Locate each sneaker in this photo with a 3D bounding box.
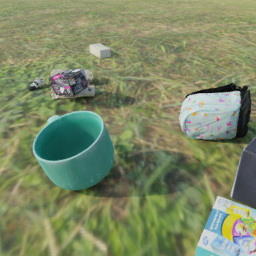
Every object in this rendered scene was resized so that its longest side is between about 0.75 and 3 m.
[{"bbox_3d":[-3.898,-1.894,11.828,0.345,0.412,0.932,19,37,26],"label":"sneaker"}]

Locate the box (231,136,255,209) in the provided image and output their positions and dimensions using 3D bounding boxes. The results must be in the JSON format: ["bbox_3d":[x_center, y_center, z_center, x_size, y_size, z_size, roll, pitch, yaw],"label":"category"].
[{"bbox_3d":[3.994,0.934,6.158,2.438,1.432,2.398,24,39,34],"label":"box"}]

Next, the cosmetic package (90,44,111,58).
[{"bbox_3d":[-1.575,-4.355,15.800,0.693,0.469,1.318,-17,35,-26],"label":"cosmetic package"}]

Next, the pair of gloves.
[{"bbox_3d":[-2.292,-1.850,11.654,1.781,0.367,2.094,-4,42,-11],"label":"pair of gloves"}]

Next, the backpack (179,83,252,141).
[{"bbox_3d":[2.537,-0.396,8.335,1.976,1.649,1.251,2,35,14],"label":"backpack"}]

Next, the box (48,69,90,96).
[{"bbox_3d":[-2.151,-1.670,10.277,1.270,0.729,0.839,9,37,44],"label":"box"}]

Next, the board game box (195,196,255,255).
[{"bbox_3d":[2.354,2.149,5.138,1.845,0.433,1.393,16,35,25],"label":"board game box"}]

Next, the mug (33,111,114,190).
[{"bbox_3d":[-1.188,0.502,6.789,1.705,1.283,2.075,-12,37,9],"label":"mug"}]
